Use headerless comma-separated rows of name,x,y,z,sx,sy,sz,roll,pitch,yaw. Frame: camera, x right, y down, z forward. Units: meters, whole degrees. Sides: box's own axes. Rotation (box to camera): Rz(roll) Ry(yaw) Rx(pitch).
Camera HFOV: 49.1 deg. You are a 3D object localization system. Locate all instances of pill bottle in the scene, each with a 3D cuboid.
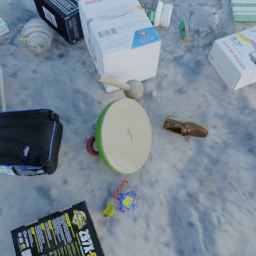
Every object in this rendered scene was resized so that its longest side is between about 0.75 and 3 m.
pill bottle,0.788,-4.382,10.612,1.644,0.930,0.930,12,63,7

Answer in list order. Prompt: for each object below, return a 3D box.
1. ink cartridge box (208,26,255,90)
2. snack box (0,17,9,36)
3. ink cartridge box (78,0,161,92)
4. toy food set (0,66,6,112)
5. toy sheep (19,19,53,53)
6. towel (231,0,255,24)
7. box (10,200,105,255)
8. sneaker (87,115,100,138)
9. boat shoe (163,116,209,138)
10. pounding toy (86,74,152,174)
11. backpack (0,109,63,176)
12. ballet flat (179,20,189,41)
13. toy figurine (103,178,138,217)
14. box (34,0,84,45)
ink cartridge box,4.209,-2.481,9.615,2.248,0.962,1.659,-21,65,-12
snack box,-5.766,-4.206,10.801,1.321,0.422,2.274,-36,68,-17
ink cartridge box,-0.322,-2.923,9.331,1.856,1.847,2.529,-19,64,-9
toy food set,-5.309,-0.798,8.789,2.878,0.869,2.065,-15,64,-7
toy sheep,-3.248,-3.246,9.955,1.158,1.158,1.680,-11,62,-6
towel,4.955,-4.997,11.333,1.572,0.241,2.061,2,64,1
box,-1.552,3.332,6.815,2.010,0.621,2.517,-20,65,-12
sneaker,-0.866,-0.210,8.688,0.471,0.517,1.260,30,67,14
boat shoe,1.741,0.064,8.514,1.385,0.499,0.468,16,50,15
pounding toy,-0.443,-0.061,8.069,1.250,2.080,2.695,-4,90,41
backpack,-2.898,0.479,7.794,1.985,1.459,1.817,1,63,1
ballet flat,2.150,-3.665,10.643,0.307,0.334,0.974,13,62,-25
toy figurine,-0.088,2.020,7.518,0.702,0.618,1.171,31,68,9
box,-2.010,-4.621,10.494,2.158,1.341,2.175,-39,69,-18
